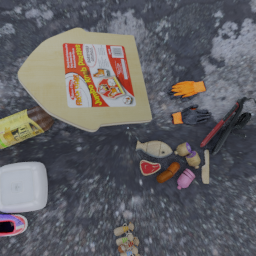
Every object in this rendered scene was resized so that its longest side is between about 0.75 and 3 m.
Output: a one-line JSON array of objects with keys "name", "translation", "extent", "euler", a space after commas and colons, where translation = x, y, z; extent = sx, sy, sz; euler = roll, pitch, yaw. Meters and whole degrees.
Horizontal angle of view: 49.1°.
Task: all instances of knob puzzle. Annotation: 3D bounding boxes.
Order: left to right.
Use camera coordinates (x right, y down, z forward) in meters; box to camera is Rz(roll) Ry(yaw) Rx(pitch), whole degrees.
[{"name": "knob puzzle", "translation": [-1.082, -1.186, 6.799], "extent": [3.236, 0.449, 3.236], "euler": [7, 63, -13]}]

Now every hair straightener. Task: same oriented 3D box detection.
[{"name": "hair straightener", "translation": [3.290, -0.041, 8.700], "extent": [0.901, 0.479, 2.343], "euler": [40, 77, 7]}]

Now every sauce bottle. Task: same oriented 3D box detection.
[{"name": "sauce bottle", "translation": [-2.972, -0.156, 8.457], "extent": [2.642, 0.855, 0.855], "euler": [-23, 80, -3]}]

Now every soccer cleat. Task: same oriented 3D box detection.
[{"name": "soccer cleat", "translation": [-3.927, 2.767, 7.956], "extent": [1.965, 0.719, 0.670], "euler": [0, 79, 0]}]

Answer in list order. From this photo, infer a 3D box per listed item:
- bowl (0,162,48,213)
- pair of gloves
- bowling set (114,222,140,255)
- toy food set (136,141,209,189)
[{"name": "bowl", "translation": [-3.173, 1.732, 8.255], "extent": [1.476, 0.552, 1.479], "euler": [-6, 78, -2]}, {"name": "pair of gloves", "translation": [1.954, -0.809, 8.927], "extent": [1.280, 0.178, 1.437], "euler": [-8, 80, -2]}, {"name": "bowling set", "translation": [0.039, 3.318, 7.848], "extent": [0.610, 0.791, 1.137], "euler": [-19, 84, -5]}, {"name": "toy food set", "translation": [1.349, 1.108, 8.459], "extent": [2.271, 0.358, 1.444], "euler": [3, 79, 1]}]
